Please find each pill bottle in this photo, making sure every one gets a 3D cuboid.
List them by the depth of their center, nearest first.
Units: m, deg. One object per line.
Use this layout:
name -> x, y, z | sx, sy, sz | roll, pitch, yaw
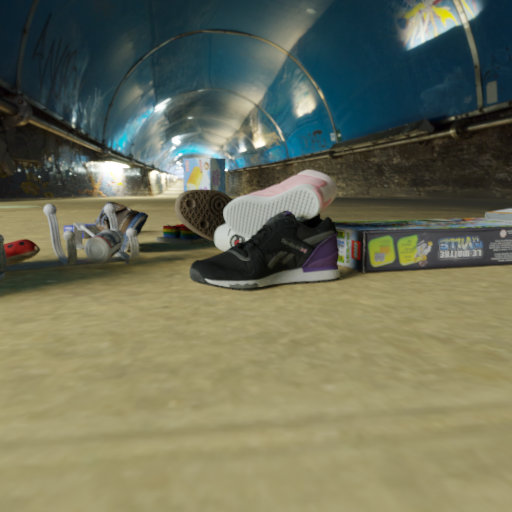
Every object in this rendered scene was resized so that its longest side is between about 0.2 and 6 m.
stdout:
pill bottle -> -2.678, -0.209, 10.016 | 0.478, 0.478, 0.800 | 1, 18, 10

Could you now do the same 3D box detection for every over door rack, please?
over door rack -> -4.021, -0.435, 10.632 | 2.489, 1.122, 3.370 | -4, 9, -35

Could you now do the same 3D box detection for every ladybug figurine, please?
ladybug figurine -> -4.332, -0.072, 10.032 | 0.949, 0.341, 0.644 | -14, 16, 9

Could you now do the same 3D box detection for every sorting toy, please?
sorting toy -> -1.692, -0.575, 14.112 | 1.192, 0.417, 1.199 | 5, 9, 33

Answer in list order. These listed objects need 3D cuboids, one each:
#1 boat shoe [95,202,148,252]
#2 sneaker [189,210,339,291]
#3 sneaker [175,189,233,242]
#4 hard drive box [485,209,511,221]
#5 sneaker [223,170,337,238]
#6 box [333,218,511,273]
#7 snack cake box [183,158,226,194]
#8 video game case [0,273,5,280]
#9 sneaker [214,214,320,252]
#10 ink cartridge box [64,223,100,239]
boat shoe -> -3.021, -0.679, 12.236 | 0.922, 0.920, 2.546 | 32, -10, -14
sneaker -> 0.140, -0.130, 8.344 | 2.488, 1.089, 0.942 | -5, 9, -32
sneaker -> -0.563, -0.669, 12.036 | 2.914, 1.026, 1.101 | 14, -9, -32
hard drive box -> 6.757, -0.722, 13.928 | 1.547, 0.762, 1.985 | 7, 10, 38
sneaker -> 0.456, -0.870, 9.352 | 2.008, 0.756, 1.049 | -12, 17, 40
box -> 3.355, -0.276, 10.824 | 4.111, 0.714, 2.262 | -2, 8, -18
snack cake box -> -1.692, -2.082, 18.385 | 1.285, 2.235, 0.751 | 7, 11, 42
video game case -> -4.350, 0.362, 8.456 | 0.850, 0.101, 0.774 | -1, 8, -8
sneaker -> 0.312, -0.607, 11.281 | 1.489, 1.246, 3.364 | 6, 9, 24
ink cartridge box -> -4.451, -0.718, 15.440 | 0.727, 0.342, 1.546 | 3, 8, 28
